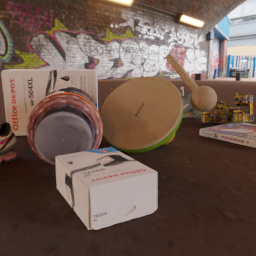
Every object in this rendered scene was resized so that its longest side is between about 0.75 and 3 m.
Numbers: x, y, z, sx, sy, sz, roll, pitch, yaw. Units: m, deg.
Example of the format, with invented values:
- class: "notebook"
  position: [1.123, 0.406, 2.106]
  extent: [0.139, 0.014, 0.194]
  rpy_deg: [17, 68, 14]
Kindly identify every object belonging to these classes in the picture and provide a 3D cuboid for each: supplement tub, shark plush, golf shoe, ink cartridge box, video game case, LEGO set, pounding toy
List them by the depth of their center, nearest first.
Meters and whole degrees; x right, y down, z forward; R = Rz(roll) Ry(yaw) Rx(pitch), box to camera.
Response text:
- class: "ink cartridge box"
  position: [-0.381, 0.806, 4.247]
  extent: [1.057, 0.610, 1.457]
  rpy_deg: [-7, 14, -29]
- class: "golf shoe"
  position: [-3.118, 0.405, 5.553]
  extent: [0.693, 0.879, 1.909]
  rpy_deg: [7, 15, 28]
- class: "supplement tub"
  position: [-1.367, -0.096, 6.304]
  extent: [1.546, 1.546, 2.891]
  rpy_deg: [-2, 12, -10]
- class: "pounding toy"
  position: [0.724, -0.311, 7.464]
  extent: [2.844, 1.320, 2.195]
  rpy_deg: [-36, 52, -3]
- class: "video game case"
  position: [3.515, 0.146, 8.247]
  extent: [2.088, 0.240, 1.902]
  rpy_deg: [-9, 15, -37]
- class: "ink cartridge box"
  position: [-2.267, -0.800, 8.550]
  extent: [2.671, 1.950, 1.126]
  rpy_deg: [-2, 14, -5]
- class: "LEGO set"
  position: [3.422, -0.726, 9.638]
  extent: [1.406, 1.059, 1.828]
  rpy_deg: [-2, 1, -34]
- class: "shark plush"
  position: [2.008, -1.079, 11.620]
  extent: [2.921, 1.217, 1.327]
  rpy_deg: [1, 12, 5]

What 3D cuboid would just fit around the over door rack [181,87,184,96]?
- class: "over door rack"
  position: [2.205, -1.931, 15.283]
  extent: [2.507, 0.835, 1.852]
  rpy_deg: [27, 23, 28]
